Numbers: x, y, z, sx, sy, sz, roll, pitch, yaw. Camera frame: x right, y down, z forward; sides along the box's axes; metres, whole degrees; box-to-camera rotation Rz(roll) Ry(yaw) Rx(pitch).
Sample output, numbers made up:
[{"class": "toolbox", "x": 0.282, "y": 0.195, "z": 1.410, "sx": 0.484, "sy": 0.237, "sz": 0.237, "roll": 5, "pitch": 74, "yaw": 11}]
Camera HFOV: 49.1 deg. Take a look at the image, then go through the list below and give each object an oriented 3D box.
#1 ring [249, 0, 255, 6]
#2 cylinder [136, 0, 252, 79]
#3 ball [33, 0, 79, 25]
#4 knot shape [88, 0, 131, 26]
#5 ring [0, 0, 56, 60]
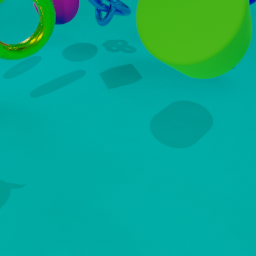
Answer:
[{"class": "ring", "x": 2.338, "y": -3.671, "z": 6.531, "sx": 2.079, "sy": 2.079, "sz": 0.416, "roll": 17, "pitch": 66, "yaw": 18}, {"class": "cylinder", "x": 1.000, "y": -1.472, "z": 3.999, "sx": 1.374, "sy": 1.374, "sz": 1.374, "roll": 23, "pitch": 12, "yaw": 23}, {"class": "ball", "x": -2.078, "y": -3.703, "z": 8.151, "sx": 1.312, "sy": 1.312, "sz": 1.312, "roll": 0, "pitch": 43, "yaw": 0}, {"class": "knot shape", "x": -0.704, "y": -4.001, "z": 8.701, "sx": 1.539, "sy": 1.440, "sz": 0.711, "roll": 7, "pitch": 49, "yaw": 41}, {"class": "ring", "x": -2.514, "y": -2.410, "z": 6.335, "sx": 1.924, "sy": 1.924, "sz": 0.385, "roll": -31, "pitch": 60, "yaw": -29}]
